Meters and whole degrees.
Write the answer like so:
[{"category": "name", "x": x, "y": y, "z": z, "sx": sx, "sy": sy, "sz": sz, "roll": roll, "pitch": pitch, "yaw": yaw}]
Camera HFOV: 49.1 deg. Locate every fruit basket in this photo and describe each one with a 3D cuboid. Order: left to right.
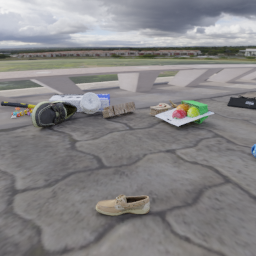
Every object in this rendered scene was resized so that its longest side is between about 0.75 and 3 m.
[{"category": "fruit basket", "x": 2.402, "y": -0.530, "z": 11.999, "sx": 1.881, "sy": 0.882, "sz": 1.742, "roll": -25, "pitch": 26, "yaw": -20}]

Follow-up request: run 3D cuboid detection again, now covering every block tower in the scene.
[{"category": "block tower", "x": -0.367, "y": -0.883, "z": 13.089, "sx": 1.737, "sy": 0.469, "sz": 0.502, "roll": -17, "pitch": 5, "yaw": -42}]

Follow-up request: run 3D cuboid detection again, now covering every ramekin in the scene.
[{"category": "ramekin", "x": -1.779, "y": -1.194, "z": 13.205, "sx": 0.969, "sy": 0.969, "sz": 0.472, "roll": -2, "pitch": -17, "yaw": -6}]

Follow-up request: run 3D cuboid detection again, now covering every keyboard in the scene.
[{"category": "keyboard", "x": 6.450, "y": -1.227, "z": 14.803, "sx": 2.153, "sy": 0.427, "sz": 1.121, "roll": 12, "pitch": 44, "yaw": 29}]

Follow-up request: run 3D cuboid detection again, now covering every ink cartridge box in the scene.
[{"category": "ink cartridge box", "x": -2.397, "y": -1.287, "z": 14.252, "sx": 2.924, "sy": 0.647, "sz": 1.375, "roll": 0, "pitch": 19, "yaw": -2}]

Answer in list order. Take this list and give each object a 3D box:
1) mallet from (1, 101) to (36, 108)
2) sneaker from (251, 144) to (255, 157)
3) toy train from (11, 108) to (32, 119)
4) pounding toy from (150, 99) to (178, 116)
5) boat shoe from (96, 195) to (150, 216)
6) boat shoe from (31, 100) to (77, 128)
[{"category": "mallet", "x": -4.529, "y": -1.056, "z": 13.283, "sx": 2.811, "sy": 0.578, "sz": 0.926, "roll": 9, "pitch": 22, "yaw": 9}, {"category": "sneaker", "x": 4.291, "y": 0.572, "z": 8.602, "sx": 0.786, "sy": 0.567, "sz": 1.496, "roll": 14, "pitch": 23, "yaw": 38}, {"category": "toy train", "x": -4.760, "y": -0.738, "z": 13.018, "sx": 1.296, "sy": 0.360, "sz": 0.973, "roll": -6, "pitch": 18, "yaw": -19}, {"category": "pounding toy", "x": 1.628, "y": -1.044, "z": 13.258, "sx": 1.374, "sy": 0.788, "sz": 0.786, "roll": -12, "pitch": 26, "yaw": -33}, {"category": "boat shoe", "x": -0.112, "y": 1.560, "z": 5.847, "sx": 1.121, "sy": 0.362, "sz": 0.400, "roll": -1, "pitch": 18, "yaw": -3}, {"category": "boat shoe", "x": -3.006, "y": -0.672, "z": 11.794, "sx": 0.912, "sy": 0.992, "sz": 2.775, "roll": 0, "pitch": 13, "yaw": 14}]
